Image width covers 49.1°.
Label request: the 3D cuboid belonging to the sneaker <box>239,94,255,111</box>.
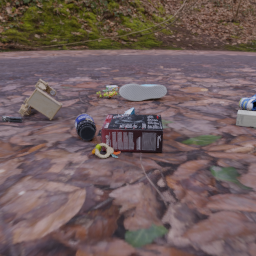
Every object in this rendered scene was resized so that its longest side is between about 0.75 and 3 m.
[{"bbox_3d":[6.120,-1.190,13.359,1.749,0.647,0.719,-17,29,-25],"label":"sneaker"}]

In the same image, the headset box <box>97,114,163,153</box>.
[{"bbox_3d":[0.063,0.128,9.355,2.141,0.827,1.593,0,20,3],"label":"headset box"}]

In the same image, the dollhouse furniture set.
[{"bbox_3d":[-3.941,-1.165,12.775,1.232,1.442,2.783,36,8,-22],"label":"dollhouse furniture set"}]

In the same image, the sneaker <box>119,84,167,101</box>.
[{"bbox_3d":[0.749,-1.905,15.141,2.527,0.934,1.036,2,4,-8],"label":"sneaker"}]

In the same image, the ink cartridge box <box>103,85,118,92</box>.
[{"bbox_3d":[-1.100,-2.440,17.275,0.892,0.265,0.463,-6,21,-17],"label":"ink cartridge box"}]

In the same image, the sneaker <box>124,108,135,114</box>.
[{"bbox_3d":[0.080,-0.671,12.268,0.386,0.365,0.955,-6,13,17],"label":"sneaker"}]

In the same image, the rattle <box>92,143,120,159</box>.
[{"bbox_3d":[-0.679,0.787,8.596,0.754,0.539,0.491,9,49,-20],"label":"rattle"}]

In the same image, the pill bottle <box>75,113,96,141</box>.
[{"bbox_3d":[-1.509,-0.031,9.991,0.707,0.707,1.264,-5,21,-13],"label":"pill bottle"}]

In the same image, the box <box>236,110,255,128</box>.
[{"bbox_3d":[5.114,-0.325,11.049,1.539,0.526,0.632,10,22,24],"label":"box"}]

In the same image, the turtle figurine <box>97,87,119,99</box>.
[{"bbox_3d":[-1.061,-1.873,15.415,1.174,0.469,1.456,-3,28,16],"label":"turtle figurine"}]

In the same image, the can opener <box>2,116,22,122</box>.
[{"bbox_3d":[-4.806,-0.386,11.649,0.896,0.239,0.300,3,21,4],"label":"can opener"}]
